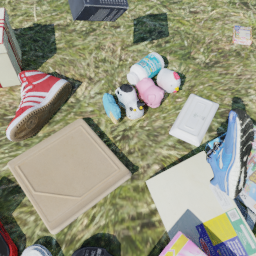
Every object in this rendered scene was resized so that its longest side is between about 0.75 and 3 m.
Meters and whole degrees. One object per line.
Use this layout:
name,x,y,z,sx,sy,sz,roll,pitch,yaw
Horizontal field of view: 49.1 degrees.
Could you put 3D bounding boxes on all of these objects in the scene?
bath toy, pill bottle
bath toy,0.652,-1.181,9.675,2.964,1.095,1.289,-27,98,-18
pill bottle,0.638,-2.178,10.533,0.795,0.795,1.434,39,64,23

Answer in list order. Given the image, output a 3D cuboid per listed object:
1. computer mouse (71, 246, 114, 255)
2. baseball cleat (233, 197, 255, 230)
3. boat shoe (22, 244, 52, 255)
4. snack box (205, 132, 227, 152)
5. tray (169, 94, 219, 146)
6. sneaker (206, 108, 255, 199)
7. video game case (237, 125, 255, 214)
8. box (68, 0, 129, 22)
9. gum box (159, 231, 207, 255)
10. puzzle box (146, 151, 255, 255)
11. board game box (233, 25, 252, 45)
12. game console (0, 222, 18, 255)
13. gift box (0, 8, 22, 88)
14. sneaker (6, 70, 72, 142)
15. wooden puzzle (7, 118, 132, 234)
computer mouse,-0.218,3.486,6.958,2.472,0.421,0.725,14,67,1
baseball cleat,2.839,2.101,7.740,1.090,0.714,2.048,0,65,-5
boat shoe,-1.960,3.910,6.291,0.988,0.897,2.686,-18,57,-12
snack box,3.413,1.013,8.614,1.094,0.349,1.884,-27,60,-18
tray,2.316,-0.377,9.647,1.096,0.226,2.041,25,59,15
sneaker,2.050,0.516,5.876,0.864,1.939,0.762,19,27,38
video game case,3.506,1.103,7.823,1.750,0.212,1.923,43,105,32
box,-0.890,-3.737,7.627,1.367,0.862,1.390,-12,87,-34
gum box,0.877,3.822,6.028,1.526,0.889,2.690,38,79,25
puzzle box,1.850,2.255,7.324,1.912,0.365,2.873,-29,58,9
board game box,4.953,-4.032,12.146,0.741,0.227,0.979,11,56,8
game console,-4.524,3.118,7.185,2.526,0.443,2.856,-38,63,-19
gift box,-5.326,-2.782,10.006,2.508,2.342,2.315,-14,56,-10
sneaker,-3.409,-0.874,9.482,1.651,1.046,2.936,26,52,12
wooden puzzle,-1.769,1.270,8.390,2.702,0.544,2.921,-34,57,-21
